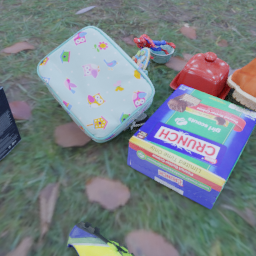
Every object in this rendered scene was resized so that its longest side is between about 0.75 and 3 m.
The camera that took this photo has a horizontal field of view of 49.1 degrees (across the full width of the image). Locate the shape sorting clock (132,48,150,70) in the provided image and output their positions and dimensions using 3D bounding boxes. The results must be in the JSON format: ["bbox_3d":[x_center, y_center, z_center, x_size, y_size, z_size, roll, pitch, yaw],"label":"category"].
[{"bbox_3d":[0.155,-1.832,9.152,0.347,1.768,1.768,28,42,-17],"label":"shape sorting clock"}]

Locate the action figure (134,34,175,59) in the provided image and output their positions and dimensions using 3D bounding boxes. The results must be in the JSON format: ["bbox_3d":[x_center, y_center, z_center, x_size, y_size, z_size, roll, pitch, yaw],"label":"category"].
[{"bbox_3d":[1.034,-2.868,10.185,1.894,0.618,0.937,2,49,-39],"label":"action figure"}]

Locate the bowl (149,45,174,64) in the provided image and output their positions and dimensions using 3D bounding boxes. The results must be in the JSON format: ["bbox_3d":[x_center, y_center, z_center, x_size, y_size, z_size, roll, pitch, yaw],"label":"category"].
[{"bbox_3d":[1.282,-2.869,10.942,0.965,0.505,0.965,1,45,-1],"label":"bowl"}]

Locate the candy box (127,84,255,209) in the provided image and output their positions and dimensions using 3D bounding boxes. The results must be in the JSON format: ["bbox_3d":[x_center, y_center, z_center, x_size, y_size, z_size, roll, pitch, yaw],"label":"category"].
[{"bbox_3d":[1.724,0.291,7.327,2.389,1.088,2.825,26,51,23],"label":"candy box"}]

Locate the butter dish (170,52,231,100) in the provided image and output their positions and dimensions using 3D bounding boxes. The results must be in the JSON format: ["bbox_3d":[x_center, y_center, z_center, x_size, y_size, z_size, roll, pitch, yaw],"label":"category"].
[{"bbox_3d":[2.580,-1.868,9.274,1.823,1.352,1.828,27,51,21],"label":"butter dish"}]

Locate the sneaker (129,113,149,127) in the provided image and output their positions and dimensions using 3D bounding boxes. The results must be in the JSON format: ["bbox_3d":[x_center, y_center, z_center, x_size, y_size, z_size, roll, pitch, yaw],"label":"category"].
[{"bbox_3d":[-0.115,-0.497,8.462,1.585,0.628,0.586,18,45,15],"label":"sneaker"}]

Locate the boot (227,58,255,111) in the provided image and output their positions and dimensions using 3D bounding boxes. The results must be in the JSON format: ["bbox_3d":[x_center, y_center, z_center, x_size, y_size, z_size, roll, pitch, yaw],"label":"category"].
[{"bbox_3d":[3.699,-1.519,8.131,0.985,1.407,2.625,26,24,1],"label":"boot"}]

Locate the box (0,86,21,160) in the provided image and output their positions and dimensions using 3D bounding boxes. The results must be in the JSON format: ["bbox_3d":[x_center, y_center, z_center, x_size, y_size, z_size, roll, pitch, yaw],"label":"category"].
[{"bbox_3d":[-3.833,-0.233,7.277,1.387,1.874,0.978,17,44,16],"label":"box"}]

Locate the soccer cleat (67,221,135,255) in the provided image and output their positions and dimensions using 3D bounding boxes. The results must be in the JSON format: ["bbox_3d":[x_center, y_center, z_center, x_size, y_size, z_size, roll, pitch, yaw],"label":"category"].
[{"bbox_3d":[-0.497,2.496,5.469,1.695,0.548,0.709,24,80,31],"label":"soccer cleat"}]

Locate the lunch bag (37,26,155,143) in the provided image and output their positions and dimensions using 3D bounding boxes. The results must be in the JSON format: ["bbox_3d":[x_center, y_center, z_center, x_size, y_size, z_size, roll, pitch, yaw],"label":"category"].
[{"bbox_3d":[-0.774,-1.187,7.805,2.380,1.144,2.968,-41,83,-8],"label":"lunch bag"}]
